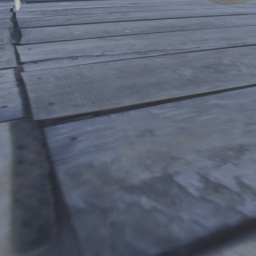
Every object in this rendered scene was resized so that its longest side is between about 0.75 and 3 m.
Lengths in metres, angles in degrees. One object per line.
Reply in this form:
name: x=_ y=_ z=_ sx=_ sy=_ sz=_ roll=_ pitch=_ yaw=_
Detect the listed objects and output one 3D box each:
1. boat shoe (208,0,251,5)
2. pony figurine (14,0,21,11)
boat shoe: x=2.298 y=-2.962 z=5.418 sx=2.079 sy=0.776 sz=0.964 roll=-4 pitch=44 yaw=-1
pony figurine: x=-2.636 y=-3.505 z=6.833 sx=0.891 sy=1.070 sz=1.032 roll=-47 pitch=6 yaw=-14
